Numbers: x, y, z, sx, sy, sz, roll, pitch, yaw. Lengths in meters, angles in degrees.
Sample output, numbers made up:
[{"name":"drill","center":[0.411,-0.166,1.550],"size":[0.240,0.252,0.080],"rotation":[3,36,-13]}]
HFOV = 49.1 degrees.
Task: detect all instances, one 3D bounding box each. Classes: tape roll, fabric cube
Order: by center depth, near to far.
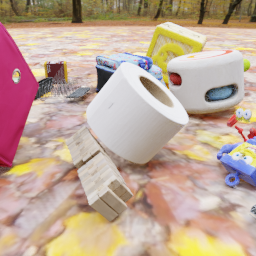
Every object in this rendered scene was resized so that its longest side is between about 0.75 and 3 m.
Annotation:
[{"name":"fabric cube","center":[-3.837,-0.732,6.350],"size":[2.444,2.398,2.436],"rotation":[4,62,8]},{"name":"tape roll","center":[0.236,-0.380,6.861],"size":[2.107,1.447,2.107],"rotation":[34,25,-19]}]

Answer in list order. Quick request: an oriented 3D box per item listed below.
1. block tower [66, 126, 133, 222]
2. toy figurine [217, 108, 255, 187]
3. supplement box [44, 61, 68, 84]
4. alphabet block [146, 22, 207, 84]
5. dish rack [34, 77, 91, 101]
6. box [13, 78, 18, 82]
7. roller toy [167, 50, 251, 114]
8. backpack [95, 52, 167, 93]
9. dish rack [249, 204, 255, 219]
[{"name":"block tower","center":[-0.677,0.831,5.924],"size":[0.649,0.695,2.403],"rotation":[-39,34,-1]},{"name":"toy figurine","center":[2.996,0.887,6.187],"size":[1.717,1.512,2.866],"rotation":[-39,34,-12]},{"name":"supplement box","center":[-3.520,-2.736,13.768],"size":[1.038,1.024,0.689],"rotation":[-4,25,-8]},{"name":"alphabet block","center":[2.227,-3.498,13.338],"size":[2.284,2.296,2.338],"rotation":[23,29,9]},{"name":"dish rack","center":[-2.798,-1.665,11.802],"size":[2.291,0.625,1.758],"rotation":[1,25,13]},{"name":"box","center":[-5.206,-1.418,11.356],"size":[2.034,0.512,2.818],"rotation":[-10,27,-11]},{"name":"roller toy","center":[2.764,-1.634,10.155],"size":[2.854,1.994,2.603],"rotation":[3,23,35]},{"name":"backpack","center":[0.254,-2.096,11.453],"size":[2.680,1.803,2.447],"rotation":[-12,26,-28]},{"name":"dish rack","center":[2.856,1.712,4.770],"size":[1.068,0.380,1.392],"rotation":[-10,24,-24]}]
